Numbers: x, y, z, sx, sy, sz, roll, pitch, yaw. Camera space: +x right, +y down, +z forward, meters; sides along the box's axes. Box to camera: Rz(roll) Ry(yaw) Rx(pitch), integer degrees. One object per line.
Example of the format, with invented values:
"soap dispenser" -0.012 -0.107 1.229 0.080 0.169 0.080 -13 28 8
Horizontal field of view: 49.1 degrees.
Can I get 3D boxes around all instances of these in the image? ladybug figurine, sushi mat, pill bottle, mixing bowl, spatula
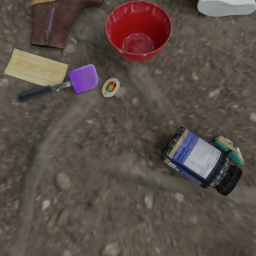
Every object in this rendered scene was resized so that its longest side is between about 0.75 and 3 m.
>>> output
"ladybug figurine" -0.589 -1.349 9.555 0.516 0.273 0.760 34 78 8
"sushi mat" -3.200 -2.044 9.809 2.107 0.128 1.008 18 76 4
"pill bottle" 2.196 1.030 8.444 2.215 1.239 1.239 34 78 8
"mixing bowl" 0.358 -3.071 9.503 2.128 1.153 2.128 -1 71 2
"spatula" -2.397 -1.378 9.461 2.832 0.291 0.800 -16 109 3

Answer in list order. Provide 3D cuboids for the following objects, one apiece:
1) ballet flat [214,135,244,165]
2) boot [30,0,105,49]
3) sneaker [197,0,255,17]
"ballet flat" 3.311 0.679 8.992 1.173 0.415 0.415 42 79 11
"boot" -2.163 -3.874 10.053 2.615 0.946 2.175 3 88 0
"sneaker" 3.517 -4.824 10.255 2.146 0.791 1.240 -1 72 -8
